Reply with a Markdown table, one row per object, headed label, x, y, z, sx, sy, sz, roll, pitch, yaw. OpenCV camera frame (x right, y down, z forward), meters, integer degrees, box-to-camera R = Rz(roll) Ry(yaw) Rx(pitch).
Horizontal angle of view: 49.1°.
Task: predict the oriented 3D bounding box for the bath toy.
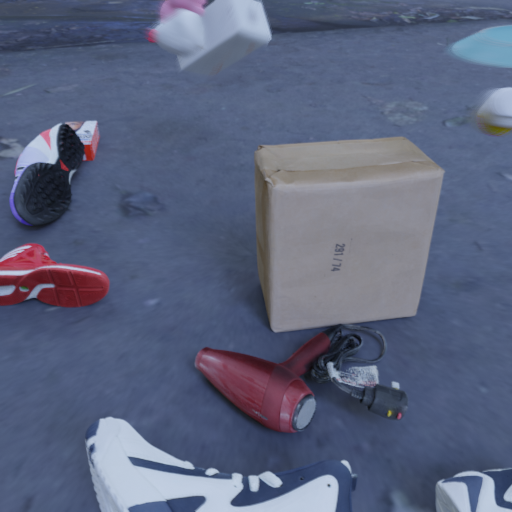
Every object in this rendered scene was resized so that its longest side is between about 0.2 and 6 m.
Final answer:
| label | x | y | z | sx | sy | sz | roll | pitch | yaw |
| --- | --- | --- | --- | --- | --- | --- | --- | --- | --- |
| bath toy | -1.216 | -3.954 | 8.724 | 0.813 | 0.957 | 2.200 | -6 | 62 | 9 |

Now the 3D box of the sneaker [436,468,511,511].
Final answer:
| label | x | y | z | sx | sy | sz | roll | pitch | yaw |
| --- | --- | --- | --- | --- | --- | --- | --- | --- | --- |
| sneaker | 2.587 | 2.511 | 4.389 | 1.420 | 0.871 | 2.183 | -17 | 27 | -10 |

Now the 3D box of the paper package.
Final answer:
| label | x | y | z | sx | sy | sz | roll | pitch | yaw |
| --- | --- | --- | --- | --- | --- | --- | --- | --- | --- |
| paper package | 1.083 | -0.280 | 7.227 | 2.139 | 2.244 | 1.161 | -5 | 35 | -6 |

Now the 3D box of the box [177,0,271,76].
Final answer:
| label | x | y | z | sx | sy | sz | roll | pitch | yaw |
| --- | --- | --- | --- | --- | --- | --- | --- | --- | --- |
| box | -0.629 | -3.892 | 9.940 | 1.466 | 0.714 | 0.912 | -19 | -4 | 37 |

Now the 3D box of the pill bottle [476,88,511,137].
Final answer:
| label | x | y | z | sx | sy | sz | roll | pitch | yaw |
| --- | --- | --- | --- | --- | --- | --- | --- | --- | --- |
| pill bottle | 3.279 | -1.916 | 7.438 | 0.512 | 0.512 | 0.982 | 8 | 3 | 11 |

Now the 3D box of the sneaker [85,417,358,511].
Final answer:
| label | x | y | z | sx | sy | sz | roll | pitch | yaw |
| --- | --- | --- | --- | --- | --- | --- | --- | --- | --- |
| sneaker | -0.081 | 2.139 | 4.734 | 1.845 | 1.131 | 2.835 | -25 | 42 | -34 |

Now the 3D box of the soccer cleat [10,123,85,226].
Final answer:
| label | x | y | z | sx | sy | sz | roll | pitch | yaw |
| --- | --- | --- | --- | --- | --- | --- | --- | --- | --- |
| soccer cleat | -3.955 | -1.392 | 10.179 | 1.064 | 0.991 | 2.906 | -21 | 37 | 14 |

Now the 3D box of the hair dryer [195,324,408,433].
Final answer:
| label | x | y | z | sx | sy | sz | roll | pitch | yaw |
| --- | --- | --- | --- | --- | --- | --- | --- | --- | --- |
| hair dryer | 0.456 | 1.384 | 6.497 | 2.356 | 0.640 | 1.794 | 4 | 17 | -2 |

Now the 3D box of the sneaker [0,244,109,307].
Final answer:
| label | x | y | z | sx | sy | sz | roll | pitch | yaw |
| --- | --- | --- | --- | --- | --- | --- | --- | --- | --- |
| sneaker | -2.918 | 0.154 | 7.981 | 1.821 | 0.713 | 1.052 | 2 | 36 | 1 |

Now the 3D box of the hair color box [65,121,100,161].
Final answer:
| label | x | y | z | sx | sy | sz | roll | pitch | yaw |
| --- | --- | --- | --- | --- | --- | --- | --- | --- | --- |
| hair color box | -3.801 | -2.466 | 12.005 | 0.711 | 0.410 | 1.282 | -5 | 34 | -6 |

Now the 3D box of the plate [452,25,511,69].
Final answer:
| label | x | y | z | sx | sy | sz | roll | pitch | yaw |
| --- | --- | --- | --- | --- | --- | --- | --- | --- | --- |
| plate | 2.671 | -2.098 | 5.520 | 1.382 | 0.177 | 1.382 | -2 | 33 | 1 |
